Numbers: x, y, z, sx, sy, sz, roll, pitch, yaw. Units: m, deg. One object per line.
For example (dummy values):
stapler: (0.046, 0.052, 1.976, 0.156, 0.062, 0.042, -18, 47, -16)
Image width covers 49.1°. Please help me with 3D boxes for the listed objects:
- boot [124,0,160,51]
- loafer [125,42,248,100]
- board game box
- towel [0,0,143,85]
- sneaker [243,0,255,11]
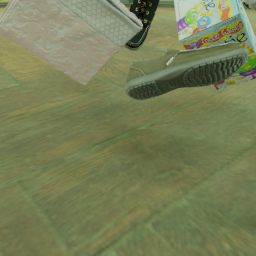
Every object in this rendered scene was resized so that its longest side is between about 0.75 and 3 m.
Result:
boot: (0.468, -3.678, 8.329, 0.841, 1.760, 2.331, 20, 73, -3)
loafer: (0.853, -1.023, 4.415, 1.944, 0.731, 0.677, -12, 68, 10)
board game box: (2.336, -2.219, 6.961, 1.324, 2.571, 1.348, -17, 62, 31)
towel: (-1.386, -2.376, 6.609, 2.644, 2.525, 0.426, 31, 43, -30)
sneaker: (2.431, -1.928, 4.459, 0.902, 0.590, 1.570, 50, 37, 10)
